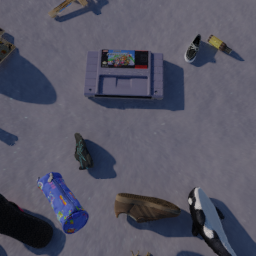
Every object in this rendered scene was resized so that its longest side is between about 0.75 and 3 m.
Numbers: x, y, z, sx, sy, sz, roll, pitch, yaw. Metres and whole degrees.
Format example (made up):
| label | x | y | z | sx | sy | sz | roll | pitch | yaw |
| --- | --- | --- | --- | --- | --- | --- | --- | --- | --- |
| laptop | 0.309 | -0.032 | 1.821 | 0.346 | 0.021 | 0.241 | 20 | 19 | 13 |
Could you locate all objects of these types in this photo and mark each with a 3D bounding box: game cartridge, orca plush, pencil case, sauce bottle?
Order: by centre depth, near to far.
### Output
| label | x | y | z | sx | sy | sz | roll | pitch | yaw |
| --- | --- | --- | --- | --- | --- | --- | --- | --- | --- |
| pencil case | -1.602 | 1.727 | 6.781 | 0.651 | 0.724 | 1.668 | -21 | 44 | -29 |
| orca plush | 2.396 | 3.062 | 8.425 | 1.287 | 0.870 | 2.447 | -20 | 71 | -53 |
| game cartridge | -0.136 | -1.953 | 10.070 | 2.808 | 0.539 | 1.820 | 2 | 76 | 1 |
| sauce bottle | 3.450 | -3.124 | 10.520 | 0.983 | 0.318 | 0.318 | 41 | 76 | 13 |

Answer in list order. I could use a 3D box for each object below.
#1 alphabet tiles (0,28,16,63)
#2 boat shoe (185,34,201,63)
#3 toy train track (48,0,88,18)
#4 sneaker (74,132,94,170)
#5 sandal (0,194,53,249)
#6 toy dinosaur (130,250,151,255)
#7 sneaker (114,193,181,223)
| label | x | y | z | sx | sy | sz | roll | pitch | yaw |
| --- | --- | --- | --- | --- | --- | --- | --- | --- | --- |
| alphabet tiles | -5.367 | -3.234 | 10.295 | 2.108 | 0.080 | 1.762 | 32 | 60 | -5 |
| boat shoe | 2.460 | -2.981 | 10.433 | 0.422 | 0.391 | 1.144 | 29 | 74 | 9 |
| toy train track | -2.321 | -4.991 | 11.169 | 1.927 | 0.313 | 1.105 | -38 | 83 | -6 |
| sneaker | -1.558 | 0.755 | 9.166 | 0.518 | 0.493 | 1.307 | -23 | 73 | -5 |
| sandal | -3.607 | 2.760 | 8.498 | 2.814 | 0.634 | 1.057 | 32 | 74 | -6 |
| toy dinosaur | 0.113 | 4.049 | 8.150 | 0.656 | 0.378 | 1.298 | 42 | 77 | 11 |
| sneaker | 0.572 | 2.543 | 8.590 | 2.018 | 0.711 | 0.762 | 12 | 95 | 4 |
